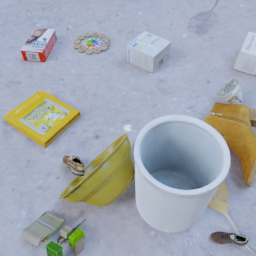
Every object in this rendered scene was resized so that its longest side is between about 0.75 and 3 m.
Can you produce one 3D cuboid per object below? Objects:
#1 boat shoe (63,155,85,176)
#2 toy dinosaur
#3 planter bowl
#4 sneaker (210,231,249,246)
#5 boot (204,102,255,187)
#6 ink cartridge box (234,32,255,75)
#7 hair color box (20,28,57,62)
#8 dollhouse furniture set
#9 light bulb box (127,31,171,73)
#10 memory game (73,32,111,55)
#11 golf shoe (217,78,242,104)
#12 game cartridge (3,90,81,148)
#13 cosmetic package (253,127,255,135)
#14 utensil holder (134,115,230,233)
[{"bbox_3d":[-1.702,1.112,9.014,0.463,0.452,1.224,7,13,-40],"label":"boat shoe"},{"bbox_3d":[-1.514,3.013,7.910,1.039,0.246,0.458,-32,51,-28],"label":"toy dinosaur"},{"bbox_3d":[-0.619,1.441,8.165,1.126,2.704,2.704,46,59,-4],"label":"planter bowl"},{"bbox_3d":[2.818,3.026,7.787,1.019,0.385,0.359,4,51,3],"label":"sneaker"},{"bbox_3d":[3.555,0.447,9.690,2.113,1.038,2.951,10,63,28],"label":"boot"},{"bbox_3d":[6.248,-3.129,12.429,2.478,1.038,1.798,22,54,17],"label":"ink cartridge box"},{"bbox_3d":[-4.234,-4.015,13.454,1.068,0.616,1.927,5,49,5],"label":"hair color box"},{"bbox_3d":[-2.052,3.104,7.765,1.539,0.772,1.008,13,28,32],"label":"dollhouse furniture set"},{"bbox_3d":[0.955,-3.495,12.816,1.470,0.917,1.457,31,57,24],"label":"light bulb box"},{"bbox_3d":[-1.797,-4.253,13.965,1.900,0.121,1.900,0,50,0],"label":"memory game"},{"bbox_3d":[3.923,-1.208,10.332,1.000,0.805,2.056,60,33,-2],"label":"golf shoe"},{"bbox_3d":[-3.257,-0.454,10.681,2.213,0.359,1.951,29,56,21],"label":"game cartridge"},{"bbox_3d":[5.396,0.798,9.532,1.600,0.548,2.121,-6,50,-1],"label":"cosmetic package"},{"bbox_3d":[1.259,1.372,7.657,2.288,2.693,2.288,0,50,-1],"label":"utensil holder"}]
